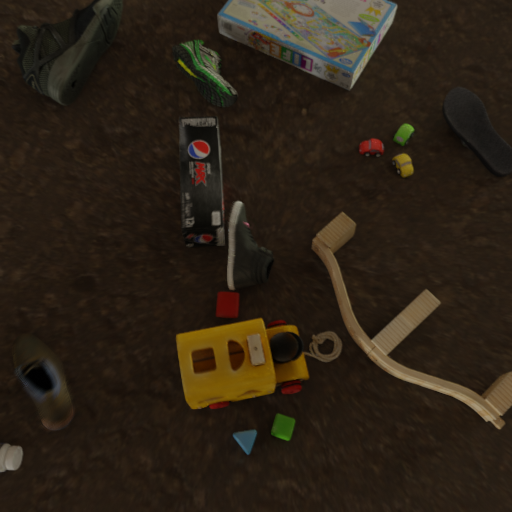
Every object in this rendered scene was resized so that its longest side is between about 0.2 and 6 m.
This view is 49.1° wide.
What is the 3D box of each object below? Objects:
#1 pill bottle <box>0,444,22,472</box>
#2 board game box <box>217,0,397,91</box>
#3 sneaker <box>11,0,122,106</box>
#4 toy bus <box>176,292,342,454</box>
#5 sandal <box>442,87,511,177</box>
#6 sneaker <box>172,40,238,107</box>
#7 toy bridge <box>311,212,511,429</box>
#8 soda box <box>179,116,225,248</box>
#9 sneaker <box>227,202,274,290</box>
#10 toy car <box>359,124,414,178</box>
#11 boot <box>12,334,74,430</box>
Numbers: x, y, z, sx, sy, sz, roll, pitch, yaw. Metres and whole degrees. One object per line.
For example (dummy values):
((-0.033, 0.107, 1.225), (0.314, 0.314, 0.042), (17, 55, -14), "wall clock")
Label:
((-4.613, 3.552, 9.879), (0.831, 0.473, 0.473), (2, 67, 0), "pill bottle")
((1.234, -5.785, 13.675), (3.635, 0.622, 2.443), (28, 71, 11), "board game box")
((-4.463, -5.196, 13.103), (1.837, 1.226, 3.207), (26, 75, 3), "sneaker")
((-0.087, 1.839, 10.069), (2.627, 1.439, 2.784), (30, 71, 12), "toy bus")
((4.909, -2.715, 12.548), (0.875, 0.493, 2.301), (-29, 80, -4), "sandal")
((-1.059, -4.315, 12.971), (0.888, 0.813, 2.083), (-33, 72, -16), "sneaker")
((2.782, 1.367, 10.687), (1.636, 0.663, 4.868), (-40, 73, -12), "toy bridge")
((-1.136, -1.562, 11.741), (0.849, 0.949, 2.682), (-3, 67, -1), "soda box")
((-0.080, -0.214, 11.286), (0.906, 0.646, 1.827), (-1, 76, 9), "sneaker")
((3.129, -2.517, 12.494), (1.341, 0.299, 1.262), (33, 71, 12), "toy car")
((-3.885, 1.984, 10.043), (0.799, 1.036, 2.138), (-25, 55, -26), "boot")
